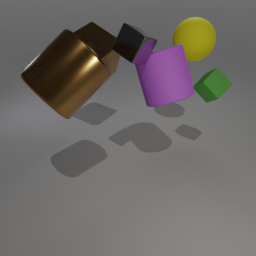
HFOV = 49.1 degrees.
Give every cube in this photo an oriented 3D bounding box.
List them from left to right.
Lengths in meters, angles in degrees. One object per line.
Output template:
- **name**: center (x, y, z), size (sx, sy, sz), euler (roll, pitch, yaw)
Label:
- **cube**: center (-1.215, -2.440, 9.521), size (1.400, 1.400, 1.400), euler (36, 54, 10)
- **cube**: center (0.163, -2.038, 6.859), size (0.700, 0.700, 0.700), euler (38, 25, 19)
- **cube**: center (2.588, -1.308, 8.647), size (0.700, 0.700, 0.700), euler (-46, 7, -15)

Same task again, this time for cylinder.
- **cylinder**: center (-1.340, -1.152, 6.141), size (1.400, 1.400, 1.400), euler (-46, 42, -3)
- **cylinder**: center (1.015, -1.459, 7.870), size (1.400, 1.400, 1.400), euler (-16, 12, 3)

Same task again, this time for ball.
- **ball**: center (2.193, -2.940, 9.318), size (1.400, 1.400, 1.400), euler (0, 30, 0)
